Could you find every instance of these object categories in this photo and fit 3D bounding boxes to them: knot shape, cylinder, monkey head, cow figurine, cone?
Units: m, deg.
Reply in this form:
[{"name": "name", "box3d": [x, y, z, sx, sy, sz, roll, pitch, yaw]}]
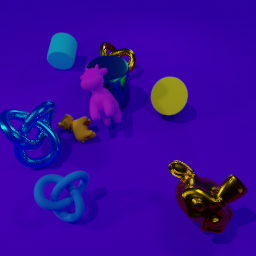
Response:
[{"name": "knot shape", "box3d": [-2.405, 0.237, 7.243, 0.839, 1.698, 1.815, -1, 17, 32]}, {"name": "knot shape", "box3d": [-0.443, -2.402, 9.885, 1.537, 0.759, 1.642, 21, 45, 18]}, {"name": "cylinder", "box3d": [-2.354, -2.752, 10.070, 0.926, 0.926, 0.926, 2, 60, 2]}, {"name": "knot shape", "box3d": [-1.500, 1.470, 6.262, 1.168, 0.577, 1.248, 17, 90, -21]}, {"name": "monkey head", "box3d": [1.710, 1.384, 5.824, 1.929, 1.388, 1.162, 45, 14, -6]}, {"name": "cow figurine", "box3d": [-1.503, 0.019, 8.038, 0.945, 0.527, 0.961, -23, 73, 6]}, {"name": "cylinder", "box3d": [-0.591, -1.357, 8.701, 1.294, 1.294, 1.294, -1, 49, 1]}, {"name": "cow figurine", "box3d": [-0.734, -0.895, 7.766, 0.818, 1.490, 1.466, -15, 72, 16]}, {"name": "cone", "box3d": [1.441, -0.949, 8.718, 1.122, 1.122, 1.126, 29, 14, 23]}]
